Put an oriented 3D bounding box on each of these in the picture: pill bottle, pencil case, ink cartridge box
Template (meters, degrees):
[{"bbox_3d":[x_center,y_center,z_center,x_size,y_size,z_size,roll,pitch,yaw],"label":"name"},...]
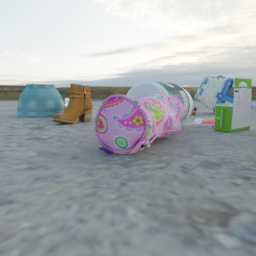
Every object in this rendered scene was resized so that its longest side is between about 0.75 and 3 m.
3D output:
[{"bbox_3d":[1.083,-0.685,8.752,1.463,1.463,2.587,4,8,28],"label":"pill bottle"},{"bbox_3d":[0.396,-0.162,6.126,1.204,1.204,2.753,3,9,25],"label":"pencil case"},{"bbox_3d":[3.228,-0.724,8.540,1.174,1.588,0.602,-6,10,-42],"label":"ink cartridge box"}]

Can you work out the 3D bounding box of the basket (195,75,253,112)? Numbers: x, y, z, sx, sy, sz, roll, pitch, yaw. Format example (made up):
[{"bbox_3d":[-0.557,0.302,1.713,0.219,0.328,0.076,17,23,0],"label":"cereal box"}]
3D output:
[{"bbox_3d":[5.339,-1.725,15.316,2.940,2.045,2.593,28,17,16],"label":"basket"}]

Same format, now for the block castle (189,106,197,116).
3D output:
[{"bbox_3d":[2.983,-0.926,14.542,1.074,0.504,0.718,6,9,41],"label":"block castle"}]

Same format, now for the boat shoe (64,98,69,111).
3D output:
[{"bbox_3d":[-2.478,-0.831,12.706,0.840,0.859,2.425,-1,16,-12],"label":"boat shoe"}]

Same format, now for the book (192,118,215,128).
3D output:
[{"bbox_3d":[2.672,-0.167,9.456,0.886,0.213,0.592,4,22,27],"label":"book"}]

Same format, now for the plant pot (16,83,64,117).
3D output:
[{"bbox_3d":[-4.362,-1.415,14.080,2.387,1.599,2.387,1,7,0],"label":"plant pot"}]

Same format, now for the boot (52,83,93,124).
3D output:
[{"bbox_3d":[-2.121,-0.942,10.650,0.713,1.497,1.935,5,8,32],"label":"boot"}]
